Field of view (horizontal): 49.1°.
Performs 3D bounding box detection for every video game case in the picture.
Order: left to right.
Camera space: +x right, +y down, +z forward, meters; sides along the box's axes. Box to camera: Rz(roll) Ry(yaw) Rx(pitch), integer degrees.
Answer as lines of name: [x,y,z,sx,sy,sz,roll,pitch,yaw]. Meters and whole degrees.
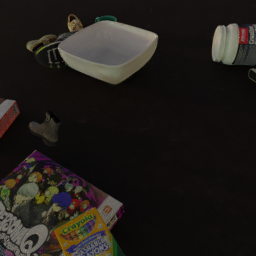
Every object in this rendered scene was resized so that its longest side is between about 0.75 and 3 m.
video game case: [-1.926,2.015,6.115,2.789,0.499,2.528,26,54,24]

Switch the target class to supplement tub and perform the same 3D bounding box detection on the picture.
supplement tub: [4.441,-3.164,10.683,2.134,1.497,1.497,4,45,4]

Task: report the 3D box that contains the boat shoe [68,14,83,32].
boat shoe: [-2.412,-4.672,12.835,0.643,0.603,1.743,-19,48,-18]

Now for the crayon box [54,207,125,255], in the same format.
crayon box: [-0.755,2.108,5.165,0.885,0.363,1.407,-26,46,-20]

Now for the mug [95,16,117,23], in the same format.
mug: [-0.961,-4.691,12.833,0.849,0.639,1.033,-14,46,-13]

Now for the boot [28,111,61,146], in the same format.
boot: [-2.190,-0.119,7.491,1.224,0.805,0.427,29,24,32]

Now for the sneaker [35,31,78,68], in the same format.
sneaker: [-2.594,-3.223,11.244,1.121,1.023,2.769,26,42,32]

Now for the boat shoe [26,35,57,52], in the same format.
boat shoe: [-3.555,-3.517,11.816,1.366,0.506,0.454,-30,65,-24]

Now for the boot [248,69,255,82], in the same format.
boot: [5.117,-1.732,9.981,1.013,0.508,1.404,-6,42,-8]

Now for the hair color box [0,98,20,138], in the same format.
hair color box: [-4.130,-0.164,8.351,0.953,0.549,1.719,9,44,10]

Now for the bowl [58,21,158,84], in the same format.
bowl: [-0.670,-2.747,10.373,2.965,1.108,2.970,24,48,26]
